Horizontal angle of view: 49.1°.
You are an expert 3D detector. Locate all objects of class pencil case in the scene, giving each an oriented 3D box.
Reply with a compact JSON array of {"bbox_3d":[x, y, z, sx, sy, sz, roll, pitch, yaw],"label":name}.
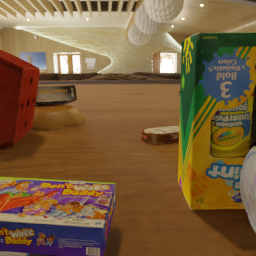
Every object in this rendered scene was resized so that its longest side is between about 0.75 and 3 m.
[{"bbox_3d":[2.486,0.679,3.073,2.346,1.064,0.975,2,39,-2],"label":"pencil case"}]

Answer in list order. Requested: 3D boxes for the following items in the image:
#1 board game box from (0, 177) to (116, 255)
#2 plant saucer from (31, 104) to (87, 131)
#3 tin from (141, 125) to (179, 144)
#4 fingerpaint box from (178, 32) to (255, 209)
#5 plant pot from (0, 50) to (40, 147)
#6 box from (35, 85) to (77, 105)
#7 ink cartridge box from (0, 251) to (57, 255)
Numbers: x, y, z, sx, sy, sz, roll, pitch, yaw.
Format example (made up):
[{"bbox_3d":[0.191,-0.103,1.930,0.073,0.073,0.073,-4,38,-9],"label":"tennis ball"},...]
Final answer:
[{"bbox_3d":[-0.895,0.878,2.953,1.437,0.322,0.966,2,12,3],"label":"board game box"},{"bbox_3d":[-2.967,-0.456,9.895,2.981,0.528,2.981,0,11,0],"label":"plant saucer"},{"bbox_3d":[1.096,0.163,7.549,1.554,0.325,0.870,-6,9,-24],"label":"tin"},{"bbox_3d":[2.176,-0.115,3.937,2.764,2.306,1.014,0,12,0],"label":"fingerpaint box"},{"bbox_3d":[-3.759,-0.829,7.159,2.433,2.761,2.758,11,11,-8],"label":"plant pot"},{"bbox_3d":[-3.636,-1.194,11.623,2.077,0.634,2.622,-7,-1,-36],"label":"box"},{"bbox_3d":[-0.957,1.125,3.098,1.052,0.250,1.065,2,14,10],"label":"ink cartridge box"}]
